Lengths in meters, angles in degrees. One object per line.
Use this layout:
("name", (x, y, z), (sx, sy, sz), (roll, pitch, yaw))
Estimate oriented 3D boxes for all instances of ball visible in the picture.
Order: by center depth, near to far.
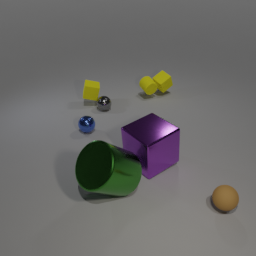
("ball", (2.674, 1.915, 7.690), (0.700, 0.700, 0.700), (0, 31, 0))
("ball", (-1.685, -0.157, 11.437), (0.700, 0.700, 0.700), (0, 31, 0))
("ball", (-1.126, -1.160, 13.152), (0.700, 0.700, 0.700), (0, 31, 0))

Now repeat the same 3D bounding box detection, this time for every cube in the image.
("cube", (0.762, 0.563, 9.436), (1.400, 1.400, 1.400), (-26, 40, -27))
("cube", (-1.759, -1.807, 13.407), (0.700, 0.700, 0.700), (8, 32, -13))
("cube", (1.800, -2.406, 14.505), (0.700, 0.700, 0.700), (-39, 54, -8))

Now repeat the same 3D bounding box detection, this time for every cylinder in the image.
("cylinder", (-0.541, 1.187, 8.026), (1.400, 1.400, 1.400), (30, 2, 40))
("cylinder", (1.028, -2.157, 14.195), (0.700, 0.700, 0.700), (-15, 46, -23))
